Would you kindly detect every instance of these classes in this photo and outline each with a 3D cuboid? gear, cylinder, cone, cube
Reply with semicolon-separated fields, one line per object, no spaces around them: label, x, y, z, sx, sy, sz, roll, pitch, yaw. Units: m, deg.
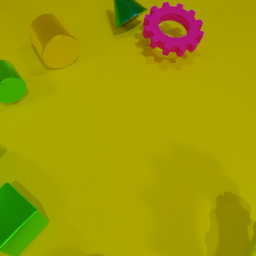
gear;1.279;-2.826;7.979;1.703;0.315;1.703;2;67;-5
cylinder;-3.128;-1.183;7.122;0.805;0.805;0.805;-32;62;-19
cone;-0.175;-3.841;8.549;1.155;1.155;1.159;-36;104;-21
gear;2.325;2.143;4.354;0.371;2.005;2.005;21;60;8
cylinder;-2.100;-2.465;7.960;1.111;1.111;1.111;-26;61;-16
cube;-2.227;1.764;5.360;0.895;0.895;0.895;34;65;20
